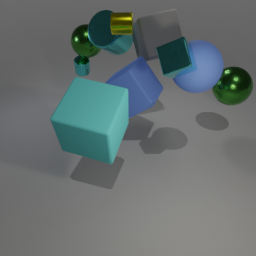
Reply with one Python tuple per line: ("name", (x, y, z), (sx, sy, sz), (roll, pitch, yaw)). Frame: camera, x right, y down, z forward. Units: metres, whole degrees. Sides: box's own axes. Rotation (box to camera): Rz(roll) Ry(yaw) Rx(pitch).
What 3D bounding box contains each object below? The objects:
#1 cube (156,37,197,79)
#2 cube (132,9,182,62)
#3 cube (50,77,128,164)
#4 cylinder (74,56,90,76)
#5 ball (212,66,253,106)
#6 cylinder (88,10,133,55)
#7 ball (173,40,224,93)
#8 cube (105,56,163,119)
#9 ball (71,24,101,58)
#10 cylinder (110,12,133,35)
("cube", (1.181, -1.655, 6.716), (0.700, 0.700, 0.700), (-16, -4, 24))
("cube", (1.036, -3.295, 10.217), (1.400, 1.400, 1.400), (-17, 9, -10))
("cube", (-0.851, -0.176, 6.938), (1.400, 1.400, 1.400), (14, 56, 10))
("cylinder", (-2.112, -2.865, 12.899), (0.700, 0.700, 0.700), (2, 55, -3))
("ball", (3.758, -1.514, 10.122), (1.400, 1.400, 1.400), (0, 33, 0))
("cylinder", (-0.652, -3.724, 11.083), (1.400, 1.400, 1.400), (15, 7, 22))
("ball", (1.852, -1.657, 7.597), (1.400, 1.400, 1.400), (0, 33, 0))
("cube", (0.146, -1.348, 9.654), (1.400, 1.400, 1.400), (-26, 19, 34))
("ball", (-1.778, -3.768, 12.168), (1.400, 1.400, 1.400), (0, 33, 0))
("cylinder", (-0.190, -3.438, 9.234), (0.700, 0.700, 0.700), (1, 33, 4))
